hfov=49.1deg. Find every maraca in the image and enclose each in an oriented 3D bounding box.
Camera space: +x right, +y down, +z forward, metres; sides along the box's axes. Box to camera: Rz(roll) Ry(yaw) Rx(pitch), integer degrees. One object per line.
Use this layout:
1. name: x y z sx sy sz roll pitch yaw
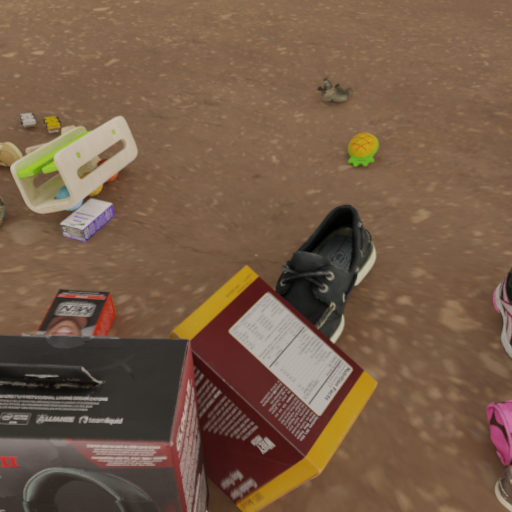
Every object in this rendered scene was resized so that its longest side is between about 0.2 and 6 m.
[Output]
1. maraca: 2.333 -2.316 12.270 0.666 0.519 0.971 -1 54 23

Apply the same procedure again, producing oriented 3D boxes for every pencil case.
1. pencil case: 3.678 2.083 6.641 1.775 0.831 0.806 -3 13 0

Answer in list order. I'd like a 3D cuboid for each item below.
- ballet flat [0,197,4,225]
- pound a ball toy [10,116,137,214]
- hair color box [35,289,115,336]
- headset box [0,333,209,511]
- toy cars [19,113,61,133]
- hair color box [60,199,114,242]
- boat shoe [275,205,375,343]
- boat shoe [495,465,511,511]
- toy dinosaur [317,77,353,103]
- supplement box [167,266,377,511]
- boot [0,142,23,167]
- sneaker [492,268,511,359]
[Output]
1. ballet flat: -5.789 -0.602 9.968 2.459 0.834 0.926 -12 53 -19
2. pound a ball toy: -3.637 -1.791 11.166 1.846 1.202 2.831 -7 27 22
3. hair color box: -2.631 1.201 7.911 0.827 0.499 1.628 2 40 3
4. headset box: -1.623 1.893 5.143 2.157 2.898 1.119 1 39 2
5. toy cars: -5.189 -3.169 13.471 1.390 0.308 0.623 12 33 20
6. hair color box: -3.113 -0.673 10.378 0.509 0.302 0.932 14 39 19
7. boat shoe: 0.894 0.307 8.362 1.256 1.114 3.360 10 38 35
8. boat shoe: 3.358 2.788 6.001 1.487 0.442 0.534 28 47 30
9. toy dinosaur: 2.056 -4.254 14.668 1.416 0.545 0.724 6 49 -45
10. supplement box: -0.091 1.491 6.021 1.838 1.813 1.220 42 48 8
11. boot: -5.735 -2.010 11.826 1.505 0.548 1.170 23 44 28
12. sneaker: 3.935 0.838 8.136 0.731 0.785 1.819 -3 40 -1
